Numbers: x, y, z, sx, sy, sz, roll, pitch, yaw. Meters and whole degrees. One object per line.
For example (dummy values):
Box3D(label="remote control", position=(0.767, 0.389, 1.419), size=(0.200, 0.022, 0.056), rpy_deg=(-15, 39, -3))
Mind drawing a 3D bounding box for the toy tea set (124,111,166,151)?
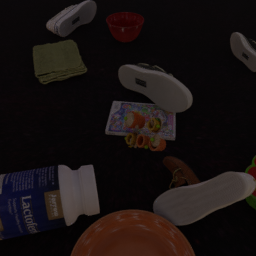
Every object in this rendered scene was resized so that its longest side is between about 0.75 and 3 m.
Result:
Box3D(label="toy tea set", position=(0.309, 0.079, 6.710), size=(0.564, 0.906, 1.523), rpy_deg=(13, -1, -33))

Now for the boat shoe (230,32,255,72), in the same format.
Box3D(label="boat shoe", position=(4.520, -2.828, 10.364), size=(0.681, 0.756, 2.139), rpy_deg=(-10, 52, -10))

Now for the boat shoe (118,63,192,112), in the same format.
Box3D(label="boat shoe", position=(0.921, -1.399, 8.494), size=(0.922, 1.024, 2.895), rpy_deg=(-24, 41, -32))

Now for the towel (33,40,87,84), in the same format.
Box3D(label="towel", position=(-2.541, -2.443, 10.131), size=(1.761, 0.433, 2.373), rpy_deg=(-14, 46, -13))

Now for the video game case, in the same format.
Box3D(label="video game case", position=(0.402, -0.245, 7.989), size=(1.885, 0.170, 1.349), rpy_deg=(5, 44, 5))

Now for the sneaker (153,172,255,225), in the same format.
Box3D(label="sneaker", position=(1.574, 1.424, 5.652), size=(1.153, 1.996, 0.735), rpy_deg=(11, 58, -52))

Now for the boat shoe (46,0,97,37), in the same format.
Box3D(label="boat shoe", position=(-2.471, -5.007, 12.421), size=(0.903, 1.017, 2.764), rpy_deg=(25, 48, 19))

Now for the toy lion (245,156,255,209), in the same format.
Box3D(label="toy lion", position=(4.103, 1.252, 5.653), size=(2.984, 1.024, 2.860), rpy_deg=(-24, 41, -6))

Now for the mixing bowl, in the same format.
Box3D(label="mixing bowl", position=(-0.112, -4.102, 11.591), size=(1.530, 0.829, 1.530), rpy_deg=(0, 44, 0))

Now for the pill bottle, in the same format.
Box3D(label="pill bottle", position=(-1.657, 1.385, 5.509), size=(2.095, 1.212, 1.212), rpy_deg=(-9, 44, -10))

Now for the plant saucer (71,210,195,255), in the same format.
Box3D(label="plant saucer", position=(0.089, 2.521, 4.882), size=(2.247, 0.420, 2.247), rpy_deg=(1, 44, -1))

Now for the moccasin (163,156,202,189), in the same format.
Box3D(label="moccasin", position=(1.235, 1.208, 6.209), size=(0.545, 0.517, 1.413), rpy_deg=(-28, 66, -21))
